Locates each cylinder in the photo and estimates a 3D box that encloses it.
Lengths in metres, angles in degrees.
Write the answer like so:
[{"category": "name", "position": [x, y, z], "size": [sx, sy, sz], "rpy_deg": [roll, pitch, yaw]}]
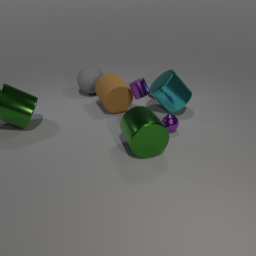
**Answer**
[{"category": "cylinder", "position": [-4.547, -0.866, 11.220], "size": [1.400, 1.400, 1.400], "rpy_deg": [24, 22, -23]}, {"category": "cylinder", "position": [0.560, 0.123, 9.933], "size": [1.400, 1.400, 1.400], "rpy_deg": [-8, 31, -14]}, {"category": "cylinder", "position": [1.897, -1.626, 12.514], "size": [1.400, 1.400, 1.400], "rpy_deg": [-39, 22, 19]}, {"category": "cylinder", "position": [0.490, -1.675, 11.881], "size": [0.700, 0.700, 0.700], "rpy_deg": [-23, 16, 7]}, {"category": "cylinder", "position": [-0.648, -1.598, 12.843], "size": [1.400, 1.400, 1.400], "rpy_deg": [-11, 38, -19]}]

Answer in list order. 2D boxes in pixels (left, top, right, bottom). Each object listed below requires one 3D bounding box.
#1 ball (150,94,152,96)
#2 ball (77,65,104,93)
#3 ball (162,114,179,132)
[{"category": "ball", "position": [1.423, -1.931, 14.294], "size": [0.700, 0.700, 0.700], "rpy_deg": [0, 29, 0]}, {"category": "ball", "position": [-1.903, -2.491, 14.368], "size": [1.400, 1.400, 1.400], "rpy_deg": [0, 29, 0]}, {"category": "ball", "position": [1.690, -0.194, 11.226], "size": [0.700, 0.700, 0.700], "rpy_deg": [0, 29, 0]}]
